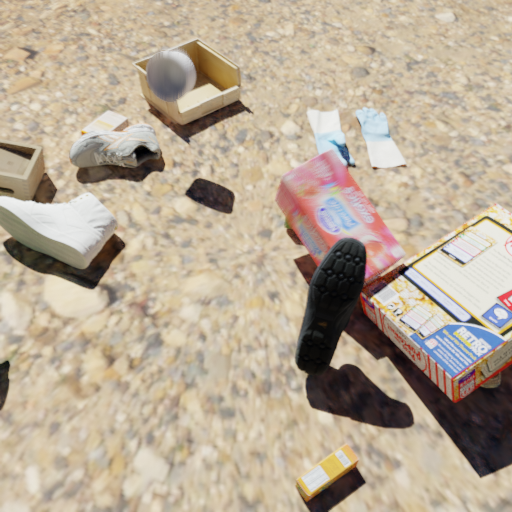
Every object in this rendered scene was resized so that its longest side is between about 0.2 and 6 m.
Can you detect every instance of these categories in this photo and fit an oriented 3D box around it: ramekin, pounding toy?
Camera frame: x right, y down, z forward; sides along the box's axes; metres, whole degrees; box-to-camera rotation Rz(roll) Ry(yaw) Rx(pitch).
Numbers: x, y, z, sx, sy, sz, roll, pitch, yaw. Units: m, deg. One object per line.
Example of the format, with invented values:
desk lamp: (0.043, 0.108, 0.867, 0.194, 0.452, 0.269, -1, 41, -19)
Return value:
ramekin: (-1.830, -3.976, 12.310, 1.058, 1.058, 0.555, 19, 34, 16)
pounding toy: (-5.654, -1.934, 12.710, 1.428, 1.015, 1.315, 10, 50, -6)

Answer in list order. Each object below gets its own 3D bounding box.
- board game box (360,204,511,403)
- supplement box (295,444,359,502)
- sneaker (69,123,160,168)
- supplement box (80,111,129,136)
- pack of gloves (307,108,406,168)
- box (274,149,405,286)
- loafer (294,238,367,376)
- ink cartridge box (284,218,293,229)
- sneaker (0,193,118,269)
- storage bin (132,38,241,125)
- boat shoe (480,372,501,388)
board game box: (3.807, 0.655, 9.646, 3.199, 0.741, 2.423, -31, 43, -9)
supplement box: (1.067, 3.272, 8.464, 0.987, 0.328, 0.340, -26, 56, -20)
sneaker: (-3.276, -2.440, 13.161, 2.147, 0.813, 0.987, -20, 56, -15)
supplement box: (-3.758, -3.135, 13.998, 0.660, 0.385, 1.047, 26, 54, 21)
pack of gloves: (2.458, -3.088, 13.914, 2.009, 0.472, 2.391, -6, 49, -4)
box: (1.504, -0.580, 10.607, 1.156, 1.253, 2.441, -30, 79, -13)
loafer: (1.205, 0.798, 9.257, 0.824, 2.428, 0.852, 18, 17, 6)
ink cartridge box: (1.197, -1.233, 12.223, 0.831, 0.475, 1.601, 11, 48, 10)
sneaker: (-4.145, -0.811, 11.704, 2.536, 0.934, 1.465, 27, 52, 9)
storage bin: (-1.790, -4.632, 14.914, 2.088, 0.979, 2.073, -31, 55, -25)
boat shoe: (3.884, 1.397, 9.882, 0.683, 0.615, 1.892, 3, 48, -2)
